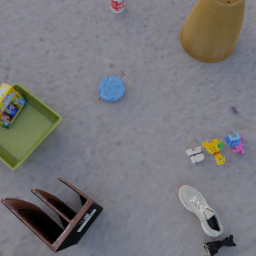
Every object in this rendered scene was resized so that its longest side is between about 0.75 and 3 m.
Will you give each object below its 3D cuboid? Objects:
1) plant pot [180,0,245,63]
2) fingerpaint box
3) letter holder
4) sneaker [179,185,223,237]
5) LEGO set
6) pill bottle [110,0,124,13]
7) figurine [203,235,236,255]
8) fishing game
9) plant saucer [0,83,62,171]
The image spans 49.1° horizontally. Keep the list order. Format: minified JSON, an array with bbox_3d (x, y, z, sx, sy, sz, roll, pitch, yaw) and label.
[{"bbox_3d":[3.191,-3.954,10.117,2.256,2.421,2.256,0,72,1],"label":"plant pot"},{"bbox_3d":[-4.137,-0.719,9.502,0.449,1.022,1.225,23,72,23],"label":"fingerpaint box"},{"bbox_3d":[-1.964,2.135,7.814,1.961,2.759,1.387,35,75,11],"label":"letter holder"},{"bbox_3d":[2.328,2.513,8.704,0.693,0.842,1.830,-36,74,-12],"label":"sneaker"},{"bbox_3d":[3.094,0.804,9.335,2.051,0.782,0.842,-15,71,-4],"label":"LEGO set"},{"bbox_3d":[-0.432,-5.190,11.277,0.563,1.003,0.563,0,71,0],"label":"pill bottle"},{"bbox_3d":[2.928,3.865,8.490,0.983,0.434,1.008,-15,72,-9],"label":"figurine"},{"bbox_3d":[-0.595,-1.444,10.415,1.443,0.224,1.034,-34,74,-3],"label":"fishing game"},{"bbox_3d":[-3.804,-0.050,9.708,2.346,0.562,2.342,36,75,13],"label":"plant saucer"}]
